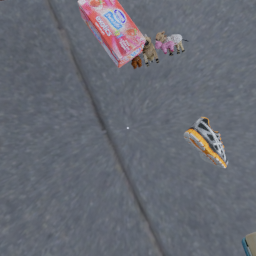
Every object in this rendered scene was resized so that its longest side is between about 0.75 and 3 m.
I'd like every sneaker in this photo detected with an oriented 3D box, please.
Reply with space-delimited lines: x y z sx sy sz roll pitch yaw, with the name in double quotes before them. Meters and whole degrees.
"sneaker" 1.406 0.281 4.706 1.169 0.458 0.452 45 71 -36

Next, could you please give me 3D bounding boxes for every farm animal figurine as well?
"farm animal figurine" 0.568 -1.632 5.527 0.908 1.125 0.566 -21 94 -46

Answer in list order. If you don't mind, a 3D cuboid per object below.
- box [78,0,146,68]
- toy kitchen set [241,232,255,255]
"box" -0.289 -1.794 5.033 0.585 0.634 1.236 -36 88 -5
"toy kitchen set" 1.106 2.704 4.202 2.851 2.284 1.680 4 56 -27
